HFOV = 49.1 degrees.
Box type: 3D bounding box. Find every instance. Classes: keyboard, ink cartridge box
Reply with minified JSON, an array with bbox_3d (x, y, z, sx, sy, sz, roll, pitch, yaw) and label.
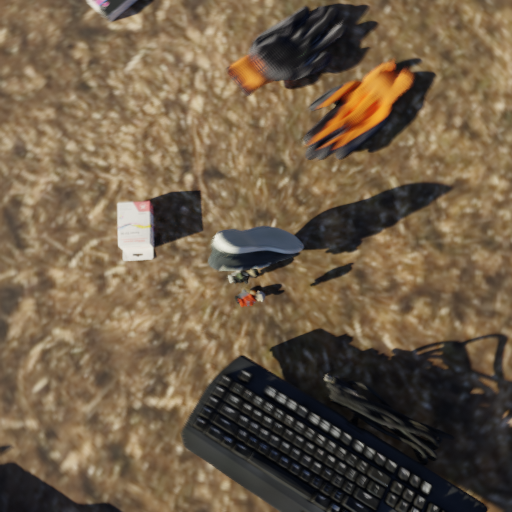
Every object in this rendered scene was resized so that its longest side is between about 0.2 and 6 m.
[{"bbox_3d":[1.460,3.216,9.193,5.008,0.992,2.607,30,64,6],"label":"keyboard"},{"bbox_3d":[-2.772,-5.539,11.663,1.373,0.255,0.650,-44,82,-10],"label":"ink cartridge box"},{"bbox_3d":[-2.269,-0.463,10.577,0.617,0.357,1.059,-4,79,-1],"label":"ink cartridge box"}]

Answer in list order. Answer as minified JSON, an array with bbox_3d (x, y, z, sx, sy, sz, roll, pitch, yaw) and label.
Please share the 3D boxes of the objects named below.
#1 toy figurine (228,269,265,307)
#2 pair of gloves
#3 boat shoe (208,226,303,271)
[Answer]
[{"bbox_3d":[-0.166,0.555,10.152,0.480,0.680,0.690,-19,93,-11],"label":"toy figurine"},{"bbox_3d":[1.287,-3.475,11.149,2.744,0.381,3.080,-42,82,-14],"label":"pair of gloves"},{"bbox_3d":[-0.006,-0.100,10.046,0.764,2.022,0.610,51,126,38],"label":"boat shoe"}]
